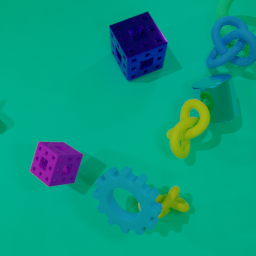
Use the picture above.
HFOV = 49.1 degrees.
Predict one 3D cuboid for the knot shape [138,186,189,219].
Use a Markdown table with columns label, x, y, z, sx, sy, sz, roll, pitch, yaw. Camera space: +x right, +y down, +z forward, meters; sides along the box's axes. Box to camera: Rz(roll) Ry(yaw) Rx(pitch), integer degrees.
| label | x | y | z | sx | sy | sz | roll | pitch | yaw |
| --- | --- | --- | --- | --- | --- | --- | --- | --- | --- |
| knot shape | 1.023 | 1.938 | 7.211 | 1.222 | 1.306 | 0.604 | 9 | 58 | -36 |

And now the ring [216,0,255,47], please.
| label | x | y | z | sx | sy | sz | roll | pitch | yaw |
| --- | --- | --- | --- | --- | --- | --- | --- | --- | --- |
| ring | 3.827 | -3.664 | 9.021 | 2.053 | 2.053 | 0.411 | 44 | 45 | 15 |

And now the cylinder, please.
| label | x | y | z | sx | sy | sz | roll | pitch | yaw |
| --- | --- | --- | --- | --- | --- | --- | --- | --- | --- |
| cylinder | 2.510 | -0.836 | 8.067 | 1.131 | 1.131 | 1.131 | -23 | 109 | -9 |

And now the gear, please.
| label | x | y | z | sx | sy | sz | roll | pitch | yaw |
| --- | --- | --- | --- | --- | --- | --- | --- | --- | --- |
| gear | -0.037 | 1.607 | 6.166 | 1.562 | 1.562 | 0.289 | 34 | 33 | 12 |

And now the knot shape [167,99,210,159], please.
| label | x | y | z | sx | sy | sz | roll | pitch | yaw |
| --- | --- | --- | --- | --- | --- | --- | --- | --- | --- |
| knot shape | 1.601 | 0.028 | 7.787 | 0.742 | 1.502 | 1.605 | 28 | 90 | 2 |

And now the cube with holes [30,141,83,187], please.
| label | x | y | z | sx | sy | sz | roll | pitch | yaw |
| --- | --- | --- | --- | --- | --- | --- | --- | --- | --- |
| cube with holes | -1.818 | 0.889 | 7.139 | 0.829 | 0.829 | 0.829 | 26 | 102 | 34 |

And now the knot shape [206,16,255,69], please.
| label | x | y | z | sx | sy | sz | roll | pitch | yaw |
| --- | --- | --- | --- | --- | --- | --- | --- | --- | --- |
| knot shape | 3.080 | -2.480 | 8.692 | 1.613 | 0.796 | 1.724 | -41 | 61 | 31 |

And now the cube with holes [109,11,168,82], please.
| label | x | y | z | sx | sy | sz | roll | pitch | yaw |
| --- | --- | --- | --- | --- | --- | --- | --- | --- | --- |
| cube with holes | 0.296 | -2.535 | 8.856 | 1.311 | 1.311 | 1.311 | -24 | 70 | -9 |
